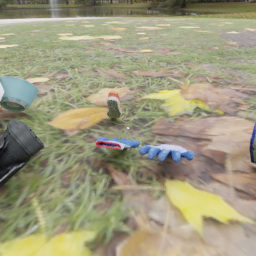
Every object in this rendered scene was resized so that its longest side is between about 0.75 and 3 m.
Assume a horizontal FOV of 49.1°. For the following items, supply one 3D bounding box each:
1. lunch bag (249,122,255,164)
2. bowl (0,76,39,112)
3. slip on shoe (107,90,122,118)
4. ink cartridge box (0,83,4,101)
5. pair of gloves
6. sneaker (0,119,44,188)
[{"bbox_3d":[2.937,0.342,4.973,1.310,0.954,1.541,22,-8,33],"label":"lunch bag"},{"bbox_3d":[-3.323,-0.915,8.229,1.245,1.245,0.651,2,70,5],"label":"bowl"},{"bbox_3d":[-0.388,-0.628,7.875,0.453,1.222,0.374,4,64,3],"label":"slip on shoe"},{"bbox_3d":[-4.471,-0.727,7.156,2.453,0.534,2.129,-21,23,-11],"label":"ink cartridge box"},{"bbox_3d":[0.274,0.427,5.886,2.156,0.246,1.733,6,1,13],"label":"pair of gloves"},{"bbox_3d":[-2.424,0.547,5.390,1.397,0.805,2.679,-43,17,-19],"label":"sneaker"}]
